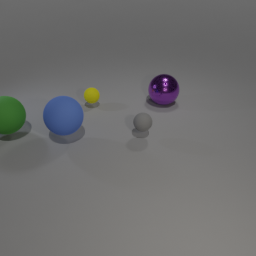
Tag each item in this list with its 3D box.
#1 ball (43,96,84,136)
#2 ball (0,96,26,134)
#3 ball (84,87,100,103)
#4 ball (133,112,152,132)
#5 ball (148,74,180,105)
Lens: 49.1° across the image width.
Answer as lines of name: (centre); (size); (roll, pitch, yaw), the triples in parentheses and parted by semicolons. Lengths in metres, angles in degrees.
ball: (-2.276, -0.434, 9.896); (1.400, 1.400, 1.400); (0, 32, 0)
ball: (-4.451, -0.465, 10.188); (1.400, 1.400, 1.400); (0, 32, 0)
ball: (-1.600, -1.436, 12.367); (0.700, 0.700, 0.700); (0, 32, 0)
ball: (0.542, -0.217, 10.229); (0.700, 0.700, 0.700); (0, 32, 0)
ball: (1.609, -1.724, 12.611); (1.400, 1.400, 1.400); (0, 32, 0)
